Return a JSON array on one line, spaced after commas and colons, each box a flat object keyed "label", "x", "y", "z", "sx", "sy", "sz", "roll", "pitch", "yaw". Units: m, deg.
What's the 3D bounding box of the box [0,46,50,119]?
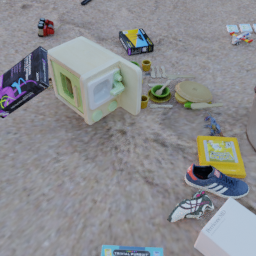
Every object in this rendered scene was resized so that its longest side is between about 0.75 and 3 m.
[{"label": "box", "x": -3.032, "y": -1.296, "z": 7.948, "sx": 1.934, "sy": 0.349, "sz": 1.383, "roll": -27, "pitch": 56, "yaw": 21}]

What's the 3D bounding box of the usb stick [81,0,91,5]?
[{"label": "usb stick", "x": -2.446, "y": -7.633, "z": 16.775, "sx": 0.315, "sy": 0.185, "sz": 1.138, "roll": 14, "pitch": 47, "yaw": 20}]

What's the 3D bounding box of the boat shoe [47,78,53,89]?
[{"label": "boat shoe", "x": -2.726, "y": -1.894, "z": 10.963, "sx": 1.131, "sy": 0.365, "sz": 0.403, "roll": -27, "pitch": 51, "yaw": -24}]

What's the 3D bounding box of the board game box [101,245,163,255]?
[{"label": "board game box", "x": 0.071, "y": 2.792, "z": 5.535, "sx": 1.125, "sy": 1.490, "sz": 0.350, "roll": 2, "pitch": 45, "yaw": 1}]

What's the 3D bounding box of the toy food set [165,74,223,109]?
[{"label": "toy food set", "x": 2.354, "y": -1.243, "z": 10.319, "sx": 1.500, "sy": 0.436, "sz": 2.173, "roll": -5, "pitch": 42, "yaw": -21}]

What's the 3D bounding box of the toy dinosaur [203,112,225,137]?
[{"label": "toy dinosaur", "x": 2.820, "y": -0.057, "z": 9.281, "sx": 0.959, "sy": 0.504, "sz": 0.871, "roll": 37, "pitch": 36, "yaw": -12}]

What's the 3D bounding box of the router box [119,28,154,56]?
[{"label": "router box", "x": 0.361, "y": -4.026, "z": 13.032, "sx": 1.221, "sy": 0.418, "sz": 1.637, "roll": -12, "pitch": 47, "yaw": -12}]

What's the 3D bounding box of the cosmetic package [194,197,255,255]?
[{"label": "cosmetic package", "x": 2.727, "y": 2.755, "z": 5.943, "sx": 2.281, "sy": 0.968, "sz": 1.228, "roll": 36, "pitch": 57, "yaw": 28}]

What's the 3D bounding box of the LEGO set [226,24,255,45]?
[{"label": "LEGO set", "x": 5.852, "y": -4.582, "z": 13.504, "sx": 1.846, "sy": 0.606, "sz": 2.471, "roll": 3, "pitch": 45, "yaw": 8}]

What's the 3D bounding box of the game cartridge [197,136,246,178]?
[{"label": "game cartridge", "x": 2.750, "y": 0.830, "z": 8.368, "sx": 1.251, "sy": 0.230, "sz": 1.419, "roll": 3, "pitch": 44, "yaw": 3}]

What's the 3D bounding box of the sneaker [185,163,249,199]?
[{"label": "sneaker", "x": 2.406, "y": 1.369, "z": 7.488, "sx": 1.701, "sy": 0.719, "sz": 0.638, "roll": 10, "pitch": 46, "yaw": 9}]

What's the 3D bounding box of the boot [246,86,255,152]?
[{"label": "boot", "x": 4.290, "y": -0.535, "z": 8.645, "sx": 0.837, "sy": 1.742, "sz": 2.383, "roll": 7, "pitch": 46, "yaw": 6}]

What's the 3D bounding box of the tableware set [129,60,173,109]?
[{"label": "tableware set", "x": 0.673, "y": -1.798, "z": 10.826, "sx": 1.919, "sy": 0.437, "sz": 2.848, "roll": -1, "pitch": 46, "yaw": 0}]

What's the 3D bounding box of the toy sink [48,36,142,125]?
[{"label": "toy sink", "x": -1.183, "y": -1.454, "z": 9.435, "sx": 2.973, "sy": 1.938, "sz": 1.666, "roll": 36, "pitch": 55, "yaw": 29}]

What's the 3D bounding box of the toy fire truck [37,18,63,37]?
[{"label": "toy fire truck", "x": -3.808, "y": -5.010, "z": 13.871, "sx": 1.194, "sy": 0.768, "sz": 1.051, "roll": 5, "pitch": 44, "yaw": -11}]

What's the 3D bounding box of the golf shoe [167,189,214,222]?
[{"label": "golf shoe", "x": 1.575, "y": 2.046, "z": 7.000, "sx": 1.288, "sy": 0.497, "sz": 0.567, "roll": -25, "pitch": 57, "yaw": -22}]
